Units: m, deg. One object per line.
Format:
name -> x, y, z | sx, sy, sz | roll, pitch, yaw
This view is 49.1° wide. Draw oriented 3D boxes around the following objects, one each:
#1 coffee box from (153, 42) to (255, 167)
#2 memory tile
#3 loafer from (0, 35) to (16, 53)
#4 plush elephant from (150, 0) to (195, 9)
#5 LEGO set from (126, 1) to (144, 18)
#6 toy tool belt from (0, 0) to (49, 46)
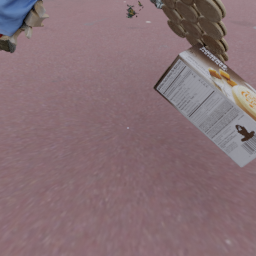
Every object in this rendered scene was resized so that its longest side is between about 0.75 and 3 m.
coffee box -> 1.602, -0.472, 4.910 | 2.011, 0.801, 1.150 | 44, 39, 7
memory tile -> 1.255, -2.147, 5.495 | 0.192, 2.291, 1.756 | -47, 67, 4
loafer -> -3.424, -2.928, 6.597 | 0.948, 2.721, 1.023 | -10, 54, -3
plush elephant -> 1.244, -3.480, 6.740 | 1.404, 1.494, 1.814 | -2, 57, -11
LEGO set -> 0.203, -4.359, 10.441 | 0.843, 0.548, 0.239 | -27, 9, -20
toy tool belt -> -2.091, -2.210, 4.957 | 1.312, 2.101, 1.291 | 5, 45, -45
